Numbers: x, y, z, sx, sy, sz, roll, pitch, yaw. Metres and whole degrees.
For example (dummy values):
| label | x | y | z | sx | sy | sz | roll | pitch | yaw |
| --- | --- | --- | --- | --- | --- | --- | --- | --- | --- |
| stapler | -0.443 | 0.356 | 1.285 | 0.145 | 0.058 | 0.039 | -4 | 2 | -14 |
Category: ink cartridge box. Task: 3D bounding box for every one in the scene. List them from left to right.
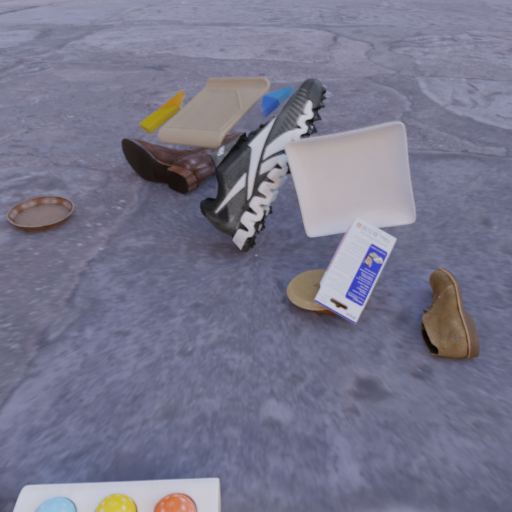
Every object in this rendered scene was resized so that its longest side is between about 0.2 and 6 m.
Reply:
| label | x | y | z | sx | sy | sz | roll | pitch | yaw |
| --- | --- | --- | --- | --- | --- | --- | --- | --- | --- |
| ink cartridge box | 1.615 | 0.237 | 9.234 | 0.788 | 0.309 | 1.665 | 29 | 71 | 0 |

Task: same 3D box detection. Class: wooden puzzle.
| label | x | y | z | sx | sy | sz | roll | pitch | yaw |
| --- | --- | --- | --- | --- | --- | --- | --- | --- | --- |
| wooden puzzle | -0.866 | -2.909 | 11.396 | 3.110 | 0.364 | 2.098 | 21 | 63 | 42 |

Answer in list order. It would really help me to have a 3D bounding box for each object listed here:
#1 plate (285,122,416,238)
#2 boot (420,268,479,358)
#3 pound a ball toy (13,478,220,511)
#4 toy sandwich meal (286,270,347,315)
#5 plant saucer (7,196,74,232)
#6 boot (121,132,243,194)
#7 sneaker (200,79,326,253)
| label | x | y | z | sx | sy | sz | roll | pitch | yaw |
| --- | --- | --- | --- | --- | --- | --- | --- | --- | --- |
| plate | 1.646 | -1.296 | 9.638 | 1.962 | 1.966 | 0.318 | -7 | 36 | 16 |
| boot | 2.988 | 0.868 | 9.100 | 0.731 | 0.713 | 1.937 | -7 | 35 | 8 |
| pound a ball toy | -1.208 | 2.998 | 5.494 | 2.406 | 1.022 | 1.569 | -1 | 33 | -1 |
| toy sandwich meal | 1.112 | 0.666 | 9.633 | 1.193 | 0.408 | 1.193 | -4 | 34 | 3 |
| plant saucer | -4.627 | -0.885 | 12.092 | 1.365 | 0.235 | 1.365 | 0 | 33 | 0 |
| boot | -1.636 | -2.687 | 14.212 | 2.542 | 0.876 | 2.728 | 34 | 48 | 22 |
| sneaker | -0.006 | -1.848 | 10.393 | 1.556 | 3.439 | 1.143 | 30 | 16 | 4 |
